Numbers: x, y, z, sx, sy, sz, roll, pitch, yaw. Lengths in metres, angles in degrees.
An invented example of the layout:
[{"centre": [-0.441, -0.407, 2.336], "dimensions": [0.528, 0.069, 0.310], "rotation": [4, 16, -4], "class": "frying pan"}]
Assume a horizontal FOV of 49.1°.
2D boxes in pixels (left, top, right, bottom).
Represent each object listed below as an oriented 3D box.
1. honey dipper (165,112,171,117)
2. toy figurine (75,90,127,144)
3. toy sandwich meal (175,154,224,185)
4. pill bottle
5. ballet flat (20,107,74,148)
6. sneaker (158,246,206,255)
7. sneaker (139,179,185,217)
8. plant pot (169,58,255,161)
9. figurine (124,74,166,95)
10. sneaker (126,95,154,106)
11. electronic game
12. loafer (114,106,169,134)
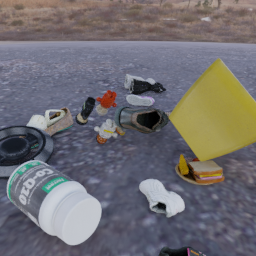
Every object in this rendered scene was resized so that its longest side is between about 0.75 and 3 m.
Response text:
[{"centre": [2.434, -0.551, 12.709], "dimensions": [1.735, 0.329, 0.329], "rotation": [0, 22, -3], "class": "honey dipper"}, {"centre": [-0.862, -0.366, 10.549], "dimensions": [1.759, 1.243, 1.787], "rotation": [47, 41, 10], "class": "toy figurine"}, {"centre": [2.111, 1.160, 8.255], "dimensions": [1.522, 0.521, 1.522], "rotation": [0, 22, 0], "class": "toy sandwich meal"}, {"centre": [-1.664, 1.604, 6.251], "dimensions": [2.127, 1.203, 1.203], "rotation": [18, 28, 38], "class": "pill bottle"}, {"centre": [-3.225, -0.143, 10.848], "dimensions": [0.987, 0.975, 2.901], "rotation": [10, 25, 23], "class": "ballet flat"}, {"centre": [1.207, 2.448, 4.982], "dimensions": [1.446, 0.624, 0.581], "rotation": [1, 24, 1], "class": "sneaker"}, {"centre": [0.693, 1.723, 6.929], "dimensions": [0.671, 0.526, 1.350], "rotation": [-22, 30, -36], "class": "sneaker"}, {"centre": [2.675, -0.309, 8.531], "dimensions": [2.128, 2.413, 2.413], "rotation": [-38, -11, 18], "class": "plant pot"}, {"centre": [1.038, -2.663, 17.355], "dimensions": [2.137, 0.943, 2.190], "rotation": [2, 20, -16], "class": "figurine"}, {"centre": [0.685, -1.469, 14.824], "dimensions": [1.451, 0.526, 0.827], "rotation": [16, 20, 17], "class": "sneaker"}, {"centre": [-3.639, 0.701, 9.013], "dimensions": [2.438, 0.507, 2.438], "rotation": [3, 37, -2], "class": "electronic game"}, {"centre": [0.760, -0.257, 10.314], "dimensions": [0.905, 1.034, 2.878], "rotation": [8, 5, 41], "class": "loafer"}]
